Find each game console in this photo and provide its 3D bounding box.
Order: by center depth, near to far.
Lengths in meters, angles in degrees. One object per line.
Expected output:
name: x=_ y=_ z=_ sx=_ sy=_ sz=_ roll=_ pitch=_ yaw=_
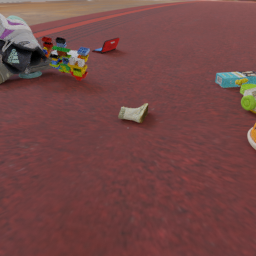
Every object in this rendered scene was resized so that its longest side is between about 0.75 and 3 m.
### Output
game console: x=-1.169 y=-4.356 z=14.625 sx=0.706 sy=1.025 sz=1.189 roll=42 pitch=44 yaw=14

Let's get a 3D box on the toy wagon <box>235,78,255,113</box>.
toy wagon: x=4.440 y=-0.867 z=8.516 sx=2.113 sy=0.539 sz=2.723 roll=-15 pitch=32 yaw=-26

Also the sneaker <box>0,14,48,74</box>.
sneaker: x=-2.413 y=-1.532 z=5.264 sx=1.506 sy=0.837 sz=2.153 roll=48 pitch=33 yaw=13

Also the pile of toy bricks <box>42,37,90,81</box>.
pile of toy bricks: x=-2.520 y=-2.599 z=10.932 sx=2.397 sy=1.183 sz=1.330 roll=16 pitch=51 yaw=11

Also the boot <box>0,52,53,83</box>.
boot: x=-4.380 y=-2.713 z=11.209 sx=2.410 sy=0.875 sz=2.192 roll=-32 pitch=58 yaw=-27

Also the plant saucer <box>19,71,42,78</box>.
plant saucer: x=-3.967 y=-2.237 z=11.348 sx=0.913 sy=0.164 sz=0.913 roll=-1 pitch=30 yaw=1

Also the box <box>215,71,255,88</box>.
box: x=4.084 y=-1.812 z=10.362 sx=1.511 sy=0.371 sz=0.622 roll=-6 pitch=30 yaw=-10

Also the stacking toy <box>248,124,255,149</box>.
stacking toy: x=3.638 y=-0.461 z=6.107 sx=1.582 sy=2.165 sz=1.582 roll=0 pitch=29 yaw=0

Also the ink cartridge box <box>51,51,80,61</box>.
ink cartridge box: x=-3.035 y=-3.368 z=13.214 sx=1.504 sy=0.306 sz=1.507 roll=9 pitch=30 yaw=16

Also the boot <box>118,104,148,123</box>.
boot: x=0.175 y=-0.481 z=8.029 sx=0.726 sy=0.338 sz=0.938 roll=8 pitch=32 yaw=16
